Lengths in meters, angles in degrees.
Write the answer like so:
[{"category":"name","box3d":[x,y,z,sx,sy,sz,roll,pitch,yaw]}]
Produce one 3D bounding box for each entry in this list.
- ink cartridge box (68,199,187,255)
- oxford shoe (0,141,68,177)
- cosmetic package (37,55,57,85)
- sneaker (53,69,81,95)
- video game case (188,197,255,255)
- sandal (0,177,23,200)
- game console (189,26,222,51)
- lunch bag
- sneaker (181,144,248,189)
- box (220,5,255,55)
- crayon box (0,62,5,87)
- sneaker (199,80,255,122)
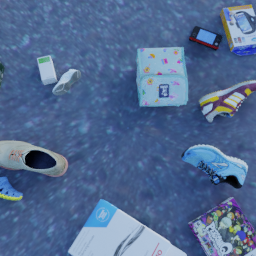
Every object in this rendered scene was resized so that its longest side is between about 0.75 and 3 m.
[{"category":"ink cartridge box","box3d":[0.065,3.567,8.002,2.984,0.995,1.728,29,75,13]},{"category":"oxford shoe","box3d":[-3.353,0.852,8.912,2.803,1.035,0.992,9,74,3]},{"category":"cosmetic package","box3d":[-2.919,-2.084,10.115,0.500,0.394,0.929,-16,73,-7]},{"category":"sneaker","box3d":[-2.236,-1.633,9.981,0.491,0.431,1.225,28,67,37]},{"category":"video game case","box3d":[3.023,3.331,8.558,1.653,0.327,1.824,-28,76,-8]},{"category":"sandal","box3d":[-4.022,1.838,8.882,1.519,0.604,0.661,21,71,4]},{"category":"game console","box3d":[2.897,-3.374,10.346,1.141,0.677,0.983,24,75,6]},{"category":"lunch bag","box3d":[1.129,-1.667,9.565,1.677,1.201,1.969,-2,75,-4]},{"category":"sneaker","box3d":[2.674,1.222,8.624,2.159,0.846,0.971,20,54,-1]},{"category":"box","box3d":[4.316,-3.694,10.592,1.165,0.406,1.956,-9,72,-3]},{"category":"crayon box","box3d":[-5.452,-1.845,10.011,1.774,0.451,1.126,5,74,1]},{"category":"sneaker","box3d":[3.582,-0.896,9.622,2.190,0.821,0.987,-19,82,1]}]
